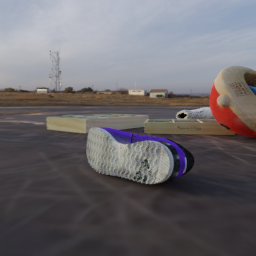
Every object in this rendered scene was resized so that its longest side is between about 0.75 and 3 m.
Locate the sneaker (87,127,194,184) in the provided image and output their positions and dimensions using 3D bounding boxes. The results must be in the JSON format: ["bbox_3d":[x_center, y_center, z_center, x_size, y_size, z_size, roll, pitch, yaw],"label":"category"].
[{"bbox_3d":[0.111,0.285,3.024,0.677,0.473,1.361,1,8,-42],"label":"sneaker"}]

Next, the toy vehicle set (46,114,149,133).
[{"bbox_3d":[-0.808,-0.179,8.255,1.647,0.351,2.650,4,7,39],"label":"toy vehicle set"}]

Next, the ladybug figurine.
[{"bbox_3d":[2.613,-0.496,6.056,2.571,1.745,0.925,1,-34,-39],"label":"ladybug figurine"}]

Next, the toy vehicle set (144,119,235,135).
[{"bbox_3d":[1.518,-0.047,7.222,2.123,0.281,1.319,1,5,6],"label":"toy vehicle set"}]

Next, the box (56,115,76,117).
[{"bbox_3d":[-1.936,-0.342,10.392,1.180,0.272,0.938,1,5,8],"label":"box"}]

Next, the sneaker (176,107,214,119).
[{"bbox_3d":[2.640,-0.493,11.014,1.471,0.542,0.850,-8,1,36],"label":"sneaker"}]
